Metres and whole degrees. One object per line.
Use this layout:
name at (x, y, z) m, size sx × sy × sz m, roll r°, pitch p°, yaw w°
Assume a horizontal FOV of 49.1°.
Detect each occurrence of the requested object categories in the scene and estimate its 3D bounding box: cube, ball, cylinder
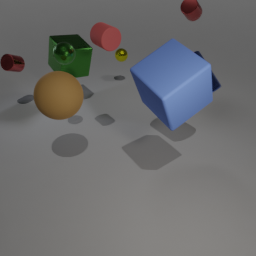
cube at (-2.567, -3.141, 12.322) m, size 1.400 × 1.400 × 1.400 m, roll -16°, pitch 49°, yaw -33°
ball at (-0.352, -3.875, 14.890) m, size 0.700 × 0.700 × 0.700 m, roll 0°, pitch 32°, yaw 0°
cube at (1.131, -1.086, 7.113) m, size 1.400 × 1.400 × 1.400 m, roll -36°, pitch 55°, yaw -6°
ball at (-2.031, -2.381, 8.941) m, size 0.700 × 0.700 × 0.700 m, roll 0°, pitch 32°, yaw 0°
cylinder at (2.103, -1.568, 9.260) m, size 1.400 × 1.400 × 1.400 m, roll -30°, pitch 87°, yaw -39°
cylinder at (-4.888, -2.747, 11.878) m, size 0.700 × 0.700 × 0.700 m, roll 12°, pitch 10°, yaw 18°
ball at (-1.994, -0.933, 8.094) m, size 1.400 × 1.400 × 1.400 m, roll 0°, pitch 32°, yaw 0°
cylinder at (-0.671, -2.731, 8.371) m, size 0.700 × 0.700 × 0.700 m, roll -21°, pitch 40°, yaw -30°
cylinder at (2.565, -4.788, 11.306) m, size 0.700 × 0.700 × 0.700 m, roll 22°, pitch 6°, yaw 31°
